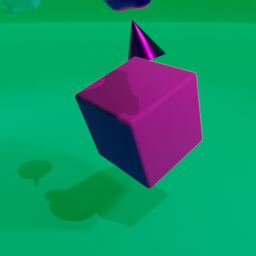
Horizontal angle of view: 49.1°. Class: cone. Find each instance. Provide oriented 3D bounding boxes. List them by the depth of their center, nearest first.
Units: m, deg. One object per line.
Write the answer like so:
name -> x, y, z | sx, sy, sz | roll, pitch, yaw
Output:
cone -> 0.439, -3.370, 10.812 | 1.635, 1.641, 1.635 | -20, 13, 5

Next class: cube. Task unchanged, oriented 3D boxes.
cube -> 0.185, -0.126, 3.777 | 1.120, 1.120, 1.120 | -38, 43, -24

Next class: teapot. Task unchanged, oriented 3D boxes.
teapot -> -1.308, -1.573, 3.138 | 0.750, 0.590, 1.206 | 2, 3, -24

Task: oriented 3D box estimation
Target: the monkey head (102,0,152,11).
monkey head -> -0.133, -1.534, 2.014 | 1.005, 1.200, 1.668 | 19, -30, -28
